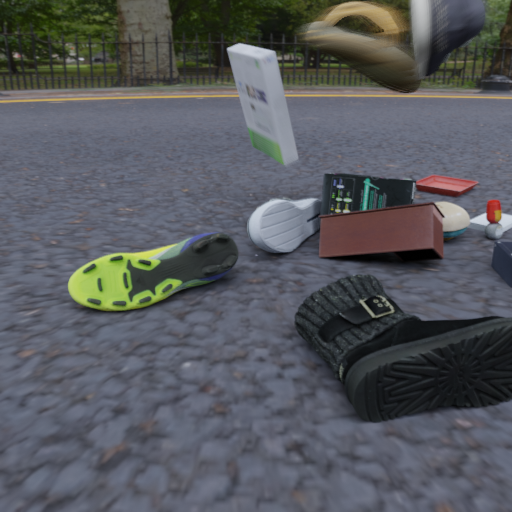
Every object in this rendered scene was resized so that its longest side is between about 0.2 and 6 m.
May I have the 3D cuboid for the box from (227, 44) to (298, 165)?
[{"bbox_3d":[0.139,-3.247,11.972,0.422,2.321,1.675,-24,33,-15],"label":"box"}]

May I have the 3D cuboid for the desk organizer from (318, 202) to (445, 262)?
[{"bbox_3d":[2.150,-0.331,9.728,2.055,0.791,0.737,-5,-19,31],"label":"desk organizer"}]

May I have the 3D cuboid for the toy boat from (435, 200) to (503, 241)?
[{"bbox_3d":[3.933,-0.622,10.820,1.611,0.749,1.354,-5,16,8],"label":"toy boat"}]

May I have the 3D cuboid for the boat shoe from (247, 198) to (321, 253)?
[{"bbox_3d":[0.411,-0.601,10.574,0.935,0.950,2.636,2,9,29],"label":"boat shoe"}]

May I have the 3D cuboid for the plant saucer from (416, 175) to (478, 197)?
[{"bbox_3d":[4.831,-1.771,14.302,1.246,0.229,1.243,16,27,38],"label":"plant saucer"}]

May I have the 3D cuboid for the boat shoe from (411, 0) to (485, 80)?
[{"bbox_3d":[2.170,-2.508,6.393,0.712,0.824,2.269,-3,13,18],"label":"boat shoe"}]

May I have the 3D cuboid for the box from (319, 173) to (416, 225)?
[{"bbox_3d":[2.202,-1.053,10.982,1.685,1.047,1.251,7,9,18],"label":"box"}]

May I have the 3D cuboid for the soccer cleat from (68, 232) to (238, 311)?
[{"bbox_3d":[-1.510,0.288,8.512,2.626,0.849,1.098,-16,-4,-26],"label":"soccer cleat"}]

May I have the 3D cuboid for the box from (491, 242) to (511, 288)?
[{"bbox_3d":[4.373,0.128,9.020,0.828,0.473,0.910,1,21,3],"label":"box"}]

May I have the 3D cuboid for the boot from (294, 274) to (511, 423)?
[{"bbox_3d":[1.817,0.872,6.450,2.461,0.926,1.840,-5,21,-12],"label":"boot"}]

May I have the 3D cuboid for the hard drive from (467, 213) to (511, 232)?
[{"bbox_3d":[4.933,-0.695,11.627,1.059,0.141,0.698,-20,29,-41],"label":"hard drive"}]

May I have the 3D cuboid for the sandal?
[{"bbox_3d":[1.660,-3.472,8.866,1.403,0.943,3.493,23,22,-19],"label":"sandal"}]
